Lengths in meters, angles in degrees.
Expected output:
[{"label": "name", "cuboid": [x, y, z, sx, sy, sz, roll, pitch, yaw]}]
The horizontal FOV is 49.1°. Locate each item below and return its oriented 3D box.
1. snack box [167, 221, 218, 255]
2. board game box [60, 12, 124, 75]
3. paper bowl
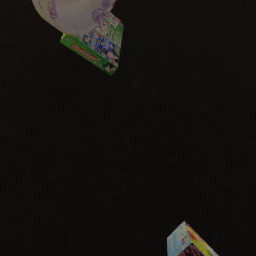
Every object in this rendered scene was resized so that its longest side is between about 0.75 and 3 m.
[{"label": "snack box", "cuboid": [1.365, 2.392, 4.486, 0.543, 1.353, 1.604, -44, 82, 1]}, {"label": "board game box", "cuboid": [-0.802, -2.440, 7.062, 1.423, 0.308, 2.115, 30, 44, -26]}, {"label": "paper bowl", "cuboid": [-1.041, -2.763, 5.320, 0.921, 1.771, 1.771, 39, 74, 23]}]
